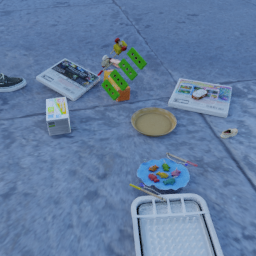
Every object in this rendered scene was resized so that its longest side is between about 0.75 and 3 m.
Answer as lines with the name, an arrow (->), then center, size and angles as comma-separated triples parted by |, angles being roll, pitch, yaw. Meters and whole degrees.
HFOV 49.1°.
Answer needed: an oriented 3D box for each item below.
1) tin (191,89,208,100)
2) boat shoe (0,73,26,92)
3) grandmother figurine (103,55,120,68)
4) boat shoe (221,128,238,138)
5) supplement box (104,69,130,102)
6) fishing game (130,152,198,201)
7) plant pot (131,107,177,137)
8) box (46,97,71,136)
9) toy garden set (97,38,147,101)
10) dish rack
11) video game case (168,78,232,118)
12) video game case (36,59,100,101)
tin -> 3.249, -1.534, 12.709 | 0.850, 0.178, 0.476 | -28, 42, -30
boat shoe -> -6.149, -2.230, 13.513 | 2.277, 0.807, 0.821 | -10, 40, -12
grandmother figurine -> -0.900, -3.756, 15.732 | 1.414, 0.428, 0.858 | 28, 19, 33
boat shoe -> 4.016, 0.165, 11.015 | 0.809, 0.280, 0.298 | -20, 43, -23
supplement box -> -0.564, -2.081, 13.441 | 0.682, 0.706, 2.051 | -13, 38, -18
fishing game -> 1.151, 1.394, 9.095 | 1.744, 0.379, 2.436 | 21, 32, 34
plant pot -> 1.054, -0.228, 11.522 | 1.861, 0.256, 1.861 | 0, 40, 0
box -> -2.855, -0.512, 11.444 | 0.861, 0.776, 1.531 | -9, 40, -11
toy garden set -> -0.332, -2.241, 10.485 | 1.568, 1.881, 0.375 | 52, 25, 16
dish rack -> 1.226, 2.949, 7.417 | 2.170, 0.551, 2.529 | -2, 39, -4
video game case -> 3.394, -1.457, 12.984 | 2.565, 0.304, 2.335 | 13, 41, 16
video game case -> -2.890, -2.427, 13.775 | 2.315, 0.270, 2.105 | 29, 50, 15
